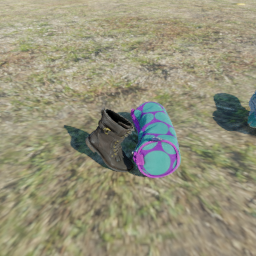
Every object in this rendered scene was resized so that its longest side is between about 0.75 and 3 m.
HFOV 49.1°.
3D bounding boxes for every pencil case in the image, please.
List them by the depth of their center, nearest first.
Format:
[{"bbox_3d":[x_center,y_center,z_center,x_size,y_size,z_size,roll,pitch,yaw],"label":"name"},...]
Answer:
[{"bbox_3d":[0.591,0.163,6.731,1.039,0.957,2.249,7,26,-4],"label":"pencil case"}]

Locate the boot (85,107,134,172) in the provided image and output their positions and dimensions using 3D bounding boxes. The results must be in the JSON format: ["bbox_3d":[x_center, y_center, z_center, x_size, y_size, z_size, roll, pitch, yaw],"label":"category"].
[{"bbox_3d":[-0.225,0.299,6.096,1.416,1.233,0.490,37,44,-8],"label":"boot"}]

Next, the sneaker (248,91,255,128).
[{"bbox_3d":[4.076,-0.543,7.925,1.067,0.908,2.339,32,47,1],"label":"sneaker"}]
